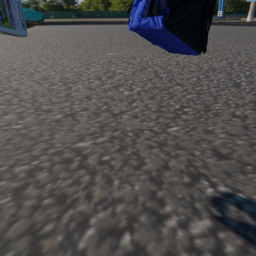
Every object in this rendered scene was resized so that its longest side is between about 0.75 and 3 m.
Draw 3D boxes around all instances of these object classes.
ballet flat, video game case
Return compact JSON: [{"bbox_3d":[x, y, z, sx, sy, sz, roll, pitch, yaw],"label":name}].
[{"bbox_3d":[-3.098,-2.962,7.616,1.718,0.621,0.583,11,51,-3],"label":"ballet flat"},{"bbox_3d":[-2.425,-2.827,5.147,0.235,2.132,1.941,-7,15,-2],"label":"video game case"}]

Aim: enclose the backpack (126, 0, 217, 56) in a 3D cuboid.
[{"bbox_3d":[1.257,-3.703,7.925,2.196,2.617,2.127,21,4,40],"label":"backpack"}]
